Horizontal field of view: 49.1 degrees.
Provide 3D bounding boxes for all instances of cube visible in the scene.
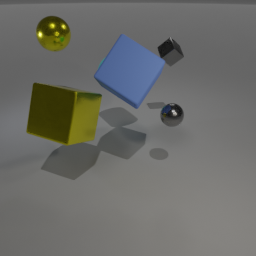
[{"bbox_3d":[1.726,-3.077,11.363,0.700,0.700,0.700,25,43,-43],"label":"cube"},{"bbox_3d":[0.059,-1.542,8.040,1.400,1.400,1.400,33,1,3],"label":"cube"},{"bbox_3d":[-1.752,-0.415,7.840,1.400,1.400,1.400,14,9,21],"label":"cube"}]

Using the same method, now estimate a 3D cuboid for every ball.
[{"bbox_3d":[-3.051,-3.857,11.499,1.400,1.400,1.400,0,28,0],"label":"ball"},{"bbox_3d":[1.300,-0.382,8.271,0.700,0.700,0.700,0,28,0],"label":"ball"}]

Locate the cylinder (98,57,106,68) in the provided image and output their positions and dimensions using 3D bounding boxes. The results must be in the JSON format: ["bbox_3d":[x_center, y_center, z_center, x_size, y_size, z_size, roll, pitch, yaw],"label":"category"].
[{"bbox_3d":[-0.277,-2.003,10.876,1.400,1.400,1.400,-15,36,-26],"label":"cylinder"}]
